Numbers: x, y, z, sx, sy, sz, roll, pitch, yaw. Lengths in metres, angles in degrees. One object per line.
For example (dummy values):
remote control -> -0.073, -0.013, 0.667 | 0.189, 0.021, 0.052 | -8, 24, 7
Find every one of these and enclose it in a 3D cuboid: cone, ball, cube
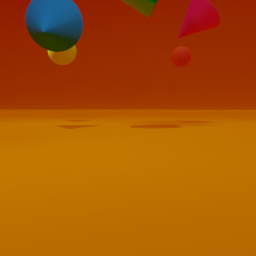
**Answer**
cone -> -1.899, -2.444, 6.786 | 1.497, 1.497, 1.503 | 0, 27, -4
cone -> 2.080, -3.370, 9.153 | 1.247, 1.243, 1.243 | -45, -1, -1
ball -> 1.975, -2.651, 10.453 | 0.746, 0.746, 0.746 | 0, 4, 0
cube -> 0.357, -3.455, 6.436 | 1.104, 1.104, 1.104 | 30, 4, -5
cone -> -2.487, -2.967, 10.339 | 1.089, 1.089, 1.093 | -1, 3, -7
